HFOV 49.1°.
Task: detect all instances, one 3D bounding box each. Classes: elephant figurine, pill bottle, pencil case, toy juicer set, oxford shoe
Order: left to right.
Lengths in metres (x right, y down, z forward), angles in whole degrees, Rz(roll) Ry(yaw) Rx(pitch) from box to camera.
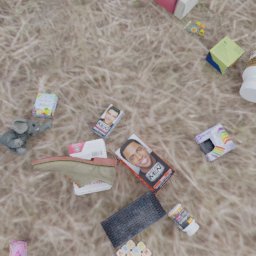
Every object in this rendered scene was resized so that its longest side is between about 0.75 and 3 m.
[{"bbox_3d":[-4.025,4.875,10.164,0.638,0.638,1.460,-3,74,-1],"label":"pencil case"},{"bbox_3d":[-4.204,0.143,11.344,1.245,1.365,1.760,0,55,42],"label":"elephant figurine"},{"bbox_3d":[-1.865,1.560,9.878,2.984,1.051,1.116,3,82,-9],"label":"oxford shoe"},{"bbox_3d":[2.096,3.454,10.534,0.639,0.639,1.099,-42,78,-11],"label":"pill bottle"},{"bbox_3d":[3.052,-4.596,12.831,0.956,0.608,0.260,13,66,3],"label":"toy juicer set"},{"bbox_3d":[5.657,-2.359,11.792,1.380,1.380,2.414,26,76,7],"label":"pill bottle"}]

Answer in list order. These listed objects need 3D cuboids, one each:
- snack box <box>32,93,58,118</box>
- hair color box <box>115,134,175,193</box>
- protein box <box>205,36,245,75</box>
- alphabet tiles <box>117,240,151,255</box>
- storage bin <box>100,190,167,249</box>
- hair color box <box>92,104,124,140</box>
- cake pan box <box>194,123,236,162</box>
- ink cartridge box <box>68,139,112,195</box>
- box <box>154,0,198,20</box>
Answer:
[{"bbox_3d":[-3.499,-0.955,11.845,0.832,0.334,0.987,5,69,9],"label":"snack box"},{"bbox_3d":[0.659,1.403,11.078,2.230,0.683,1.132,41,80,12],"label":"hair color box"},{"bbox_3d":[4.259,-3.197,12.356,1.103,0.744,1.095,-42,78,-11],"label":"protein box"},{"bbox_3d":[0.234,4.880,10.414,1.260,0.092,1.232,-40,78,-10],"label":"alphabet tiles"},{"bbox_3d":[0.192,3.263,10.161,2.145,1.450,1.006,-32,77,-8],"label":"storage bin"},{"bbox_3d":[-0.833,-0.262,11.698,0.665,0.407,1.344,33,76,11],"label":"hair color box"},{"bbox_3d":[3.543,0.602,11.506,1.285,0.336,1.184,-27,74,-7],"label":"cake pan box"},{"bbox_3d":[-1.466,1.545,10.978,1.403,0.817,1.926,-10,73,-4],"label":"ink cartridge box"},{"bbox_3d":[2.152,-6.384,13.041,2.123,1.157,1.358,40,78,10],"label":"box"}]
